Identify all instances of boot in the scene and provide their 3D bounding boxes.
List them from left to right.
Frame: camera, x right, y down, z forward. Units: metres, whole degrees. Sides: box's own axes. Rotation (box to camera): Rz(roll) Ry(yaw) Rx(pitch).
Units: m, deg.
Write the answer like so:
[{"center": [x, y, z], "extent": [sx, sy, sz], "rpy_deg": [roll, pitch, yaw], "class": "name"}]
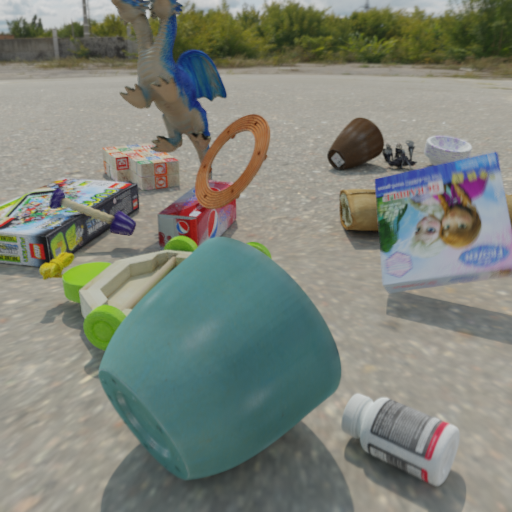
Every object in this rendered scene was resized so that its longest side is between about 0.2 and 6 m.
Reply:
[{"center": [3.428, -0.756, 10.985], "extent": [3.271, 1.082, 2.865], "rpy_deg": [1, 10, 0], "class": "boot"}]

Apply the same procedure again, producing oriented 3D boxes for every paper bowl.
[{"center": [5.697, -3.054, 16.746], "extent": [1.316, 0.685, 1.316], "rpy_deg": [4, 31, -3], "class": "paper bowl"}]

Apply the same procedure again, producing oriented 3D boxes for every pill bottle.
[{"center": [1.381, 1.742, 5.469], "extent": [1.038, 0.575, 0.575], "rpy_deg": [17, 28, 35], "class": "pill bottle"}]

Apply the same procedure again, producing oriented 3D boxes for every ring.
[{"center": [-0.416, -1.669, 10.008], "extent": [0.183, 1.908, 1.908], "rpy_deg": [31, 3, -36], "class": "ring"}]

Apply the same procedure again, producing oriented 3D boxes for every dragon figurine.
[{"center": [-1.557, -3.462, 11.942], "extent": [1.392, 4.730, 2.352], "rpy_deg": [-9, 49, 25], "class": "dragon figurine"}]

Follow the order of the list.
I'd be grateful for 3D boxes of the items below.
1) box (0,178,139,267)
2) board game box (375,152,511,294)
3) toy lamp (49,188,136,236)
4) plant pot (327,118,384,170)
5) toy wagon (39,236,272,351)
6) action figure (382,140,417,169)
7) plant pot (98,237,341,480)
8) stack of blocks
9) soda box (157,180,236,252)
[{"center": [-4.101, -0.812, 11.539], "extent": [2.012, 0.635, 3.656], "rpy_deg": [5, 23, 12], "class": "box"}, {"center": [2.823, -0.488, 8.511], "extent": [1.899, 1.895, 0.391], "rpy_deg": [-11, -26, 24], "class": "board game box"}, {"center": [-3.078, -0.795, 10.633], "extent": [1.604, 0.467, 0.467], "rpy_deg": [21, 24, -1], "class": "toy lamp"}, {"center": [2.820, -3.173, 16.619], "extent": [1.352, 1.352, 1.446], "rpy_deg": [21, 49, 41], "class": "plant pot"}, {"center": [-1.376, 0.517, 8.252], "extent": [3.665, 0.725, 2.843], "rpy_deg": [5, 23, 13], "class": "toy wagon"}, {"center": [4.257, -3.055, 16.779], "extent": [0.915, 0.785, 1.539], "rpy_deg": [-7, 21, -2], "class": "action figure"}, {"center": [-0.487, 1.090, 5.389], "extent": [1.626, 2.026, 2.026], "rpy_deg": [-37, 39, -29], "class": "plant pot"}, {"center": [-3.207, -2.463, 15.402], "extent": [1.407, 0.716, 2.443], "rpy_deg": [-12, 26, -27], "class": "stack of blocks"}, {"center": [-1.096, -0.774, 11.125], "extent": [0.797, 0.880, 2.513], "rpy_deg": [6, 23, 14], "class": "soda box"}]
